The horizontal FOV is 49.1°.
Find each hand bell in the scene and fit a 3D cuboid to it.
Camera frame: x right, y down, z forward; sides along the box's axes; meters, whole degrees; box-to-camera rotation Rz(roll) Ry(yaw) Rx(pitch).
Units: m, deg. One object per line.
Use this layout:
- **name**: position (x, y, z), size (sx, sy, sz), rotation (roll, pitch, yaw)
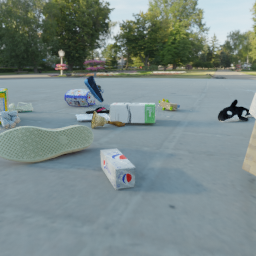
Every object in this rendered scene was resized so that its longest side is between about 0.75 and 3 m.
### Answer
- **hand bell**: position (-0.798, -0.227, 11.781), size (1.386, 0.722, 0.722), rotation (10, 9, -19)

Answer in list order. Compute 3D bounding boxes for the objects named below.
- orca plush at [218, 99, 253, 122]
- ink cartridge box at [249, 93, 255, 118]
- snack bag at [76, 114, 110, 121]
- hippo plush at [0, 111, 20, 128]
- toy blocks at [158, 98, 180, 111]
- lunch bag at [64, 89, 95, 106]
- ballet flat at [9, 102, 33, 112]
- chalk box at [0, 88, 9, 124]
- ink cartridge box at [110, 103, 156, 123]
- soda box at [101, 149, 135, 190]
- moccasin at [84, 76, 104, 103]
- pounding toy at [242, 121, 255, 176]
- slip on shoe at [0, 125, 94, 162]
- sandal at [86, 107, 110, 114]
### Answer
- **orca plush**: position (5.368, -0.896, 13.454), size (2.642, 0.939, 1.390), rotation (-4, 14, -18)
- **ink cartridge box**: position (5.636, -0.399, 9.772), size (1.653, 0.934, 2.253), rotation (-3, 34, -11)
- **snack bag**: position (-1.690, -0.487, 13.420), size (1.605, 0.172, 1.513), rotation (-2, 13, -13)
- **hippo plush**: position (-5.149, -0.300, 11.861), size (1.023, 0.815, 0.822), rotation (10, -23, -26)
- **toy blocks**: position (2.475, -1.275, 16.053), size (0.908, 0.663, 1.328), rotation (5, 12, -29)
- **lunch bag**: position (-2.967, -1.887, 17.462), size (1.502, 1.094, 1.767), rotation (3, 6, 10)
- **ballet flat**: position (-6.086, -1.132, 15.379), size (1.679, 0.602, 0.602), rotation (-5, 14, -17)
- **chalk box**: position (-6.348, -1.077, 13.073), size (1.467, 1.474, 2.369), rotation (-5, 15, -19)
- **ink cartridge box**: position (0.228, -0.694, 12.642), size (1.995, 0.839, 1.456), rotation (1, 8, 4)
- **soda box**: position (-0.273, 0.925, 6.636), size (0.461, 0.496, 1.452), rotation (-4, 13, -18)
- **moccasin**: position (-0.929, -1.150, 8.419), size (0.404, 1.003, 0.342), rotation (32, 73, 34)
- **pounding toy**: position (3.882, 0.598, 5.971), size (2.485, 1.919, 2.699), rotation (-10, 27, -34)
- **slip on shoe**: position (-2.374, 0.426, 8.087), size (2.752, 1.019, 0.842), rotation (-8, -5, -32)
- **sandal**: position (-1.548, -0.952, 15.050), size (1.463, 0.330, 0.550), rotation (-4, 14, -15)
